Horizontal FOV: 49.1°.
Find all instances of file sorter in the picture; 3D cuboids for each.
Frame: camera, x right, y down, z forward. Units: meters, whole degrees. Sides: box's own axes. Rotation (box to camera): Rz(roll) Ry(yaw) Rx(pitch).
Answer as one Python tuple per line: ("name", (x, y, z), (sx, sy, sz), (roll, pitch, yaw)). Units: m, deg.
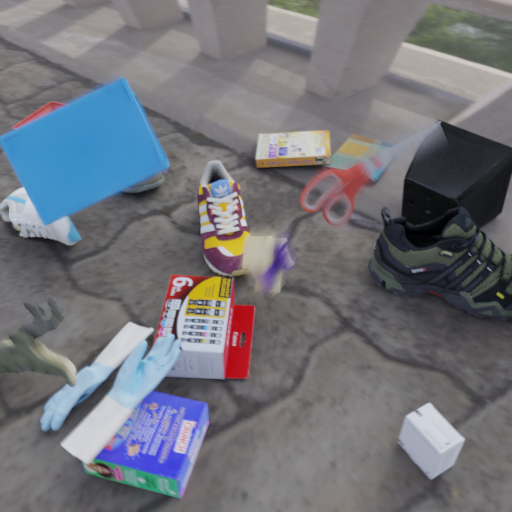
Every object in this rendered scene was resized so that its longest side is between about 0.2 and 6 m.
("file sorter", (-2.890, -1.787, 9.932), (2.315, 1.607, 1.420), (-26, 7, 0))

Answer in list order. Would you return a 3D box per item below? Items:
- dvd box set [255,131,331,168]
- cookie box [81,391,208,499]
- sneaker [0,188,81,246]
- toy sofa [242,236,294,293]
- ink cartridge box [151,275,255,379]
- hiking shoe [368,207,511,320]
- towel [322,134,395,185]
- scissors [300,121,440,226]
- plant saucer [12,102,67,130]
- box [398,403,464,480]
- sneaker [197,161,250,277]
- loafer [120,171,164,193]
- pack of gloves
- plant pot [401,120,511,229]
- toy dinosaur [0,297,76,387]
("dvd box set", (0.915, -2.622, 13.686), (1.787, 0.263, 1.307), (-2, 40, 6))
("cookie box", (-1.507, 2.525, 7.755), (1.405, 0.528, 1.202), (10, 42, 11))
("sneaker", (-4.345, -0.679, 11.295), (2.191, 0.838, 0.885), (28, 58, 36))
("toy sofa", (0.220, 0.165, 9.108), (0.646, 1.324, 0.548), (3, 70, 11))
("ink cartridge box", (-0.795, 1.140, 9.201), (1.473, 0.704, 1.678), (2, 41, 2))
("hiking shoe", (3.674, 0.053, 9.713), (3.298, 1.660, 1.249), (8, 42, 9))
("towel", (2.586, -2.379, 13.627), (1.345, 0.199, 1.834), (20, 44, 22))
("scissors", (1.781, -1.496, 9.118), (0.914, 2.499, 0.174), (40, 22, -8))
("plant saucer", (-5.215, -3.477, 14.781), (1.650, 0.303, 1.647), (14, 43, 17))
("box", (2.368, 2.525, 7.642), (0.444, 0.680, 0.676), (-21, 46, -23))
("sneaker", (-0.679, -0.773, 10.991), (1.015, 1.220, 2.708), (-11, 42, -12))
("loafer", (-3.154, -2.461, 13.049), (1.126, 1.043, 2.994), (-26, 48, -27))
("pack of gloves", (-2.178, 1.731, 8.064), (1.786, 0.419, 2.126), (7, 45, 46))
("plant pot", (3.924, -1.382, 11.428), (1.788, 1.784, 1.586), (34, 63, 32))
("toy dinosaur", (-3.398, 1.268, 8.363), (2.759, 0.655, 1.216), (0, 56, 29))
